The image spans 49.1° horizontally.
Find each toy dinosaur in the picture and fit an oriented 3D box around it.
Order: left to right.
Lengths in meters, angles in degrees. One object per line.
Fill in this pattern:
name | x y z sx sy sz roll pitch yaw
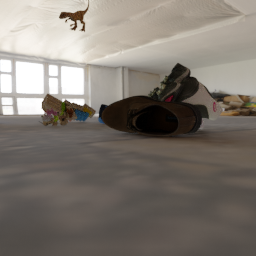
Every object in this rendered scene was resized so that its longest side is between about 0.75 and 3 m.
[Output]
toy dinosaur | -1.392 -3.242 8.126 0.448 0.789 1.485 21 40 15

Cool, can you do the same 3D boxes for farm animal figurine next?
farm animal figurine | -2.047 -0.245 8.126 0.775 0.483 0.960 -23 -10 41

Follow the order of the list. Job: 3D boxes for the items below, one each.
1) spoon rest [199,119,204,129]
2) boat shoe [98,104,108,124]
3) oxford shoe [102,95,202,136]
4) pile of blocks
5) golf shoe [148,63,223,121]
spoon rest | 1.201 -0.469 7.848 1.451 0.885 2.921 -1 4 -13
boat shoe | 0.036 -0.556 10.284 2.295 0.788 0.966 -2 4 -38
oxford shoe | 0.193 -0.210 4.737 1.898 0.690 0.801 1 7 38
pile of blocks | -2.566 -0.552 12.049 0.890 1.176 2.865 -46 -32 24
golf shoe | 0.864 -0.307 5.983 1.190 1.043 2.702 34 -13 -6
